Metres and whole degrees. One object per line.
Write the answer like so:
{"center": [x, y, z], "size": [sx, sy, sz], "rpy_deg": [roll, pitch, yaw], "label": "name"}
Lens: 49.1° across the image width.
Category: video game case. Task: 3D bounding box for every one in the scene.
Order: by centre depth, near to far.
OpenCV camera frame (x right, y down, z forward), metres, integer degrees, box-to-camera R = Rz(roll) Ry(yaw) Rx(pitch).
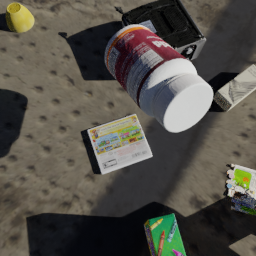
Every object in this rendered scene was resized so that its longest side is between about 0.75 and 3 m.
{"center": [-0.259, 0.458, 8.407], "size": [1.586, 0.181, 1.443], "rpy_deg": [-19, 70, -6], "label": "video game case"}

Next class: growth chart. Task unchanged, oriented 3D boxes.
{"center": [3.289, 1.738, 7.929], "size": [1.003, 0.123, 1.386], "rpy_deg": [8, 68, 4], "label": "growth chart"}

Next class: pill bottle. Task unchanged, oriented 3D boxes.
{"center": [0.558, -1.053, 5.728], "size": [1.310, 1.310, 2.294], "rpy_deg": [-28, 52, -11], "label": "pill bottle"}

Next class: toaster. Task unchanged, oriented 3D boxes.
{"center": [0.993, -2.999, 9.133], "size": [2.110, 1.384, 2.333], "rpy_deg": [-22, 70, -9], "label": "toaster"}

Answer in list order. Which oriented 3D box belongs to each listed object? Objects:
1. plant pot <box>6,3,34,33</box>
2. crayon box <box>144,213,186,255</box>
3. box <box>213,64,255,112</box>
{"center": [-3.903, -3.983, 9.901], "size": [0.971, 0.689, 0.971], "rpy_deg": [0, 69, 0], "label": "plant pot"}
{"center": [0.825, 2.726, 6.493], "size": [0.591, 2.030, 1.206], "rpy_deg": [-12, 69, -4], "label": "crayon box"}
{"center": [3.546, -1.268, 8.887], "size": [1.627, 0.556, 0.668], "rpy_deg": [-37, 73, -14], "label": "box"}
